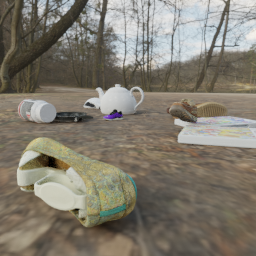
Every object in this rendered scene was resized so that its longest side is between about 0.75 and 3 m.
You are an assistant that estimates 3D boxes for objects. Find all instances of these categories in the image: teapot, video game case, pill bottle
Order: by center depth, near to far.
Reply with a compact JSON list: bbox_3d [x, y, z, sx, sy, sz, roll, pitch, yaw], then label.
[{"bbox_3d":[2.709,0.203,8.094,2.269,0.260,2.065,3,9,17],"label":"video game case"},{"bbox_3d":[3.388,-0.185,10.616,2.641,0.238,1.891,-3,10,-21],"label":"video game case"},{"bbox_3d":[-3.758,-0.690,11.602,1.613,0.935,0.935,10,13,42],"label":"pill bottle"},{"bbox_3d":[-0.472,-1.538,14.952,2.113,1.543,2.086,-2,10,-20],"label":"teapot"}]

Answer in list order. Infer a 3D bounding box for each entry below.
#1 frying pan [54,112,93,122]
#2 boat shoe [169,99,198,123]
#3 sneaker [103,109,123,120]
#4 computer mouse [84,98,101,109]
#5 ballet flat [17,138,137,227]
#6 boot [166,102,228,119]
[{"bbox_3d":[-2.108,-0.468,11.891,2.545,0.414,1.540,7,12,28],"label":"frying pan"},{"bbox_3d":[1.857,-0.644,9.196,0.717,0.680,1.894,10,-4,24],"label":"boat shoe"},{"bbox_3d":[-0.662,-0.594,12.395,0.968,0.482,0.337,-5,11,-35],"label":"sneaker"},{"bbox_3d":[-1.758,-1.590,18.093,2.989,0.656,1.639,8,13,40],"label":"computer mouse"},{"bbox_3d":[-0.978,0.646,3.714,2.424,0.857,0.857,11,14,42],"label":"ballet flat"},{"bbox_3d":[3.025,-0.809,12.588,2.309,0.835,1.921,-4,11,-6],"label":"boot"}]
